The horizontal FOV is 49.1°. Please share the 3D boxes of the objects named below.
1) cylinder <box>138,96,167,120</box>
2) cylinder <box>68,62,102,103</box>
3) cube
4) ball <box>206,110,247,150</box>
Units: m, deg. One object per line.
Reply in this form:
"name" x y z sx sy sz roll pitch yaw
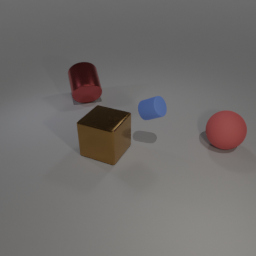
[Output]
"cylinder" 0.811 -0.652 9.315 0.700 0.700 0.700 -12 19 41
"cylinder" -2.032 -2.128 13.192 1.400 1.400 1.400 -9 62 -14
"cube" -0.795 0.214 9.869 1.400 1.400 1.400 14 35 21
"ball" 3.507 0.070 10.040 1.400 1.400 1.400 0 32 0
